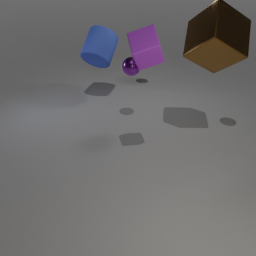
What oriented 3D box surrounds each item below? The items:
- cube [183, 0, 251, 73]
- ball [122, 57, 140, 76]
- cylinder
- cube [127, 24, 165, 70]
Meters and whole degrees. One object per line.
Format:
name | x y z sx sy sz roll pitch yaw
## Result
cube | 2.766 -2.792 8.748 1.400 1.400 1.400 20 -19 -25
ball | 0.130 -2.286 10.402 0.700 0.700 0.700 0 29 0
cylinder | -1.294 -3.673 12.758 1.400 1.400 1.400 17 -12 4
cube | 0.454 -2.004 7.007 0.700 0.700 0.700 -17 64 10
